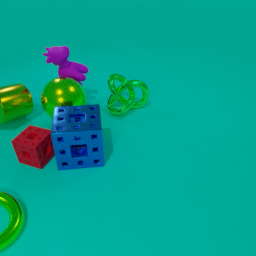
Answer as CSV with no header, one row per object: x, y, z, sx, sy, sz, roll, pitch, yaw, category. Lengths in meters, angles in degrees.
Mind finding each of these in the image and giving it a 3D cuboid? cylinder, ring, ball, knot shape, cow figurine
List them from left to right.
-2.835,1.827,5.569,1.453,0.291,1.453,16,34,-11,ring
-3.690,-0.752,8.610,1.087,1.087,1.087,21,29,26,cylinder
-1.995,-0.893,8.702,1.392,1.392,1.392,0,36,0,ball
-2.115,-1.930,9.289,1.525,1.550,0.851,20,46,-14,cow figurine
0.012,-1.133,9.365,1.421,0.702,1.518,2,77,-5,knot shape

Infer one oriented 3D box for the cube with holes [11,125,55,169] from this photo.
-2.425,0.488,7.335,0.735,0.735,0.735,12,39,19,cube with holes

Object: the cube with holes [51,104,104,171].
-1.278,0.222,7.348,1.191,1.191,1.191,-4,36,-6,cube with holes
